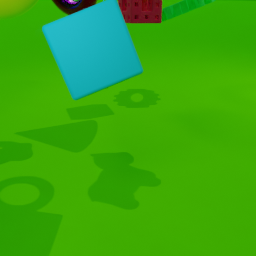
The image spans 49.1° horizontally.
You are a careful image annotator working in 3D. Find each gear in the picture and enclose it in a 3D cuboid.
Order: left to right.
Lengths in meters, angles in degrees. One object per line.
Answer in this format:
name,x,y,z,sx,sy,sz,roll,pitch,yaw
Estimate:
gear,1.627,-3.506,8.086,1.719,0.318,1.719,-20,19,7

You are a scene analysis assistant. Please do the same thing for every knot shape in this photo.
knot shape,-1.181,-2.929,4.641,1.727,1.846,0.853,17,31,-18

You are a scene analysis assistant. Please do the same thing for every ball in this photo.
ball,-1.698,-2.064,3.420,1.396,1.396,1.396,0,27,0

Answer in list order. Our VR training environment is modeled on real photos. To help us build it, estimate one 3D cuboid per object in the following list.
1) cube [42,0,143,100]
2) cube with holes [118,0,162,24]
cube,-0.370,-0.837,3.145,0.781,0.781,0.781,-22,11,-1
cube with holes,0.289,-3.088,7.040,0.837,0.837,0.837,-9,24,-22
